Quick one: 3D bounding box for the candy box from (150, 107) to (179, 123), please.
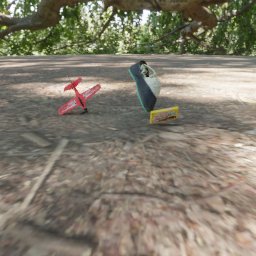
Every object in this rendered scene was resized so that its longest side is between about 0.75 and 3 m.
[{"bbox_3d":[1.026,-0.366,7.967,0.804,0.411,0.106,-11,44,-11],"label":"candy box"}]

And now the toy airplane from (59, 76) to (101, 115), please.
[{"bbox_3d":[-1.690,-1.103,9.309,1.663,1.663,0.306,6,-18,19],"label":"toy airplane"}]

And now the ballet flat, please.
[{"bbox_3d":[0.598,-1.453,8.956,0.841,0.841,2.303,-4,43,-11],"label":"ballet flat"}]
